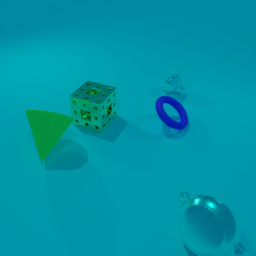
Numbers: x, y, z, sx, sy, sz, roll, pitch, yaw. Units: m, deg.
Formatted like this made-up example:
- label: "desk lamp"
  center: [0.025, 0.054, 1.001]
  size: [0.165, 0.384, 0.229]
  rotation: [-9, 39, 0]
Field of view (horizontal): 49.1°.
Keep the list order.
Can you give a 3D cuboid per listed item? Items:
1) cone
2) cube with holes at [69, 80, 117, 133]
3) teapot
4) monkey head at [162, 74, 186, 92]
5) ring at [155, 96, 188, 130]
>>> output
- label: "cone"
  center: [-2.212, 0.290, 7.550]
  size: [1.298, 1.298, 1.302]
  rotation: [6, 81, 8]
- label: "cube with holes"
  center: [-1.061, -0.688, 8.859]
  size: [1.065, 1.065, 1.065]
  rotation: [17, 42, 19]
- label: "teapot"
  center: [1.727, 1.989, 5.624]
  size: [0.983, 1.248, 2.008]
  rotation: [5, 31, -47]
- label: "monkey head"
  center: [1.679, -1.530, 10.129]
  size: [0.640, 0.764, 1.061]
  rotation: [-47, 13, -15]
- label: "ring"
  center: [1.379, -0.491, 8.777]
  size: [1.246, 0.249, 1.246]
  rotation: [22, 46, -24]
